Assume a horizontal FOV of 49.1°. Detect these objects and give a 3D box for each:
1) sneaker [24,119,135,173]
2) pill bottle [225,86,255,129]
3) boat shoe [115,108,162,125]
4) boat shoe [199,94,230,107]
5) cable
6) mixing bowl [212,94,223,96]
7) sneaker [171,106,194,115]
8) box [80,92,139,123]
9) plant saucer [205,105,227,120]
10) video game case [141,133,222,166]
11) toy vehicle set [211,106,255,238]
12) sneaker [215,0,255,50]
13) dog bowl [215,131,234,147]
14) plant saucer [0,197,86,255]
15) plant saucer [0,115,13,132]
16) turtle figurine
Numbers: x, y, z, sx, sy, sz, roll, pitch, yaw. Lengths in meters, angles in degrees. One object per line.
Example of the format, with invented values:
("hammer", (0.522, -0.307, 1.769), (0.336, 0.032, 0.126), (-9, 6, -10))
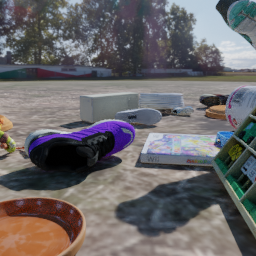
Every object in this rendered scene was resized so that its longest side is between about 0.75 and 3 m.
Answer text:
("sneaker", (-0.796, 0.453, 5.806), (2.422, 0.842, 1.205), (-10, 21, -25))
("pill bottle", (4.313, -0.442, 8.184), (1.473, 1.473, 2.598), (-6, 14, -26))
("boat shoe", (0.389, -0.470, 10.370), (1.732, 0.637, 0.566), (3, 16, 9))
("boat shoe", (4.737, -1.328, 14.326), (2.169, 0.780, 0.703), (7, 26, 15))
("cable", (1.622, -1.326, 13.656), (2.202, 0.762, 2.201), (-3, 6, -23))
("mixing bowl", (4.974, -1.473, 15.167), (1.142, 0.618, 1.142), (0, 11, 0))
("sneaker", (2.384, -0.718, 12.361), (1.027, 0.385, 0.445), (-1, 15, 38))
("box", (-0.710, -0.899, 11.489), (2.528, 1.039, 0.865), (-9, 15, -43))
("plant saucer", (4.553, -0.700, 12.118), (2.314, 0.374, 2.314), (0, 13, 0))
("video game case", (1.837, 0.489, 6.728), (2.840, 0.256, 2.034), (2, 12, 10))
("toy vehicle set", (2.098, 0.362, 3.977), (0.367, 1.719, 2.766), (34, 12, -2))
("sneaker", (3.180, -2.774, 7.344), (2.373, 0.921, 1.083), (20, 29, -40))
("dog bowl", (2.392, 0.268, 6.612), (0.508, 0.226, 0.911), (0, 12, 0))
("plant saucer", (-1.286, 1.241, 3.159), (1.609, 0.260, 1.609), (0, 11, 0))
("plant saucer", (-5.047, -0.135, 9.317), (2.239, 0.419, 2.239), (0, 13, 0))
("turtle figurine", (-3.705, 0.169, 6.461), (2.915, 0.939, 2.351), (13, 21, 23))
